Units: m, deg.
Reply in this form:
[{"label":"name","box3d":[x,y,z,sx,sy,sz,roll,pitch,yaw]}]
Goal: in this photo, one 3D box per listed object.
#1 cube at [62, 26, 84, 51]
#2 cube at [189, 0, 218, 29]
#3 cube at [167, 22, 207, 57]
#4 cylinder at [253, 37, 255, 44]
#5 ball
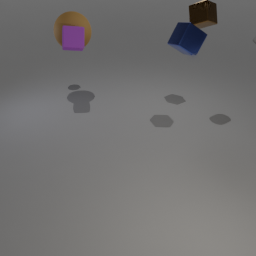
[{"label":"cube","box3d":[-1.869,-3.032,9.529,0.700,0.700,0.700,-1,8,-14]},{"label":"cube","box3d":[2.591,-3.900,9.653,0.700,0.700,0.700,0,7,44]},{"label":"cube","box3d":[1.714,-2.586,8.157,0.700,0.700,0.700,23,11,-27]},{"label":"cylinder","box3d":[4.221,-2.652,8.304,0.700,0.700,0.700,32,27,-19]},{"label":"ball","box3d":[-2.078,-3.640,10.548,1.400,1.400,1.400,0,31,0]}]
